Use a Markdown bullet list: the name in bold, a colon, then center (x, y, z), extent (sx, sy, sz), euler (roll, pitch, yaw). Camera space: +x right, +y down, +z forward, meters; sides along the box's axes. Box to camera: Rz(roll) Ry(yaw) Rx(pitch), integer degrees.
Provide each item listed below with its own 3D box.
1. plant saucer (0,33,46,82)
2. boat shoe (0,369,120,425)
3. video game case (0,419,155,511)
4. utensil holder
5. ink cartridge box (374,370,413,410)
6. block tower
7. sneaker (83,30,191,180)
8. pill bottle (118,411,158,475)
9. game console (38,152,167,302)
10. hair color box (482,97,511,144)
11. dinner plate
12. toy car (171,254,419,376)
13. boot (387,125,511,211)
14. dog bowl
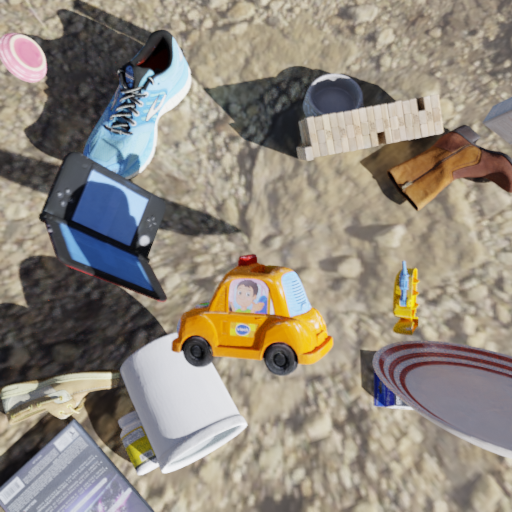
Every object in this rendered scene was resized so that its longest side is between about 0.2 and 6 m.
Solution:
- **plant saucer**: center (-3.906, -3.377, 9.455), extent (0.220, 0.867, 0.867), euler (-21, 63, 33)
- **boat shoe**: center (-2.979, 2.166, 8.616), extent (1.979, 0.732, 0.657), euler (-14, 78, 15)
- **video game case**: center (-2.612, 3.757, 8.282), extent (2.151, 0.204, 1.537), euler (43, 74, 15)
- **utensil holder**: center (-1.113, 2.135, 8.347), extent (1.375, 1.375, 1.617), euler (-27, 67, -11)
- **ink cartridge box**: center (2.540, 2.125, 8.937), extent (1.292, 0.253, 0.643), euler (2, 68, 2)
- **block tower**: center (2.105, -2.403, 10.410), extent (2.720, 0.735, 0.786), euler (-13, 102, -5)
- **sneaker**: center (-2.335, -2.865, 10.347), extent (1.276, 1.464, 3.256), euler (19, 69, 8)
- **pill bottle**: center (-1.757, 2.821, 8.513), extent (0.485, 0.485, 0.863), euler (-27, 69, -11)
- **game console**: center (-1.698, -0.350, 6.910), extent (0.952, 1.604, 1.382), euler (9, 76, 44)
- **hair color box**: center (3.528, -1.846, 7.374), extent (0.522, 1.055, 0.320), euler (34, 85, -6)
- **dinner plate**: center (2.717, 1.616, 6.157), extent (2.928, 2.928, 0.355), euler (12, 103, 5)
- **toy car**: center (0.608, 0.467, 6.428), extent (1.619, 3.301, 1.098), euler (3, 96, 38)
- **boot**: center (3.622, -1.412, 10.206), extent (1.854, 0.635, 1.746), euler (-33, 72, -12)
- **dog bowl**: center (1.537, -3.054, 11.036), extent (1.222, 0.358, 1.222), euler (0, 67, 1)
